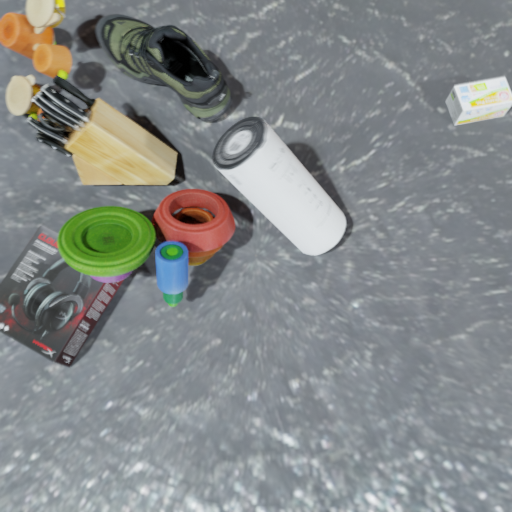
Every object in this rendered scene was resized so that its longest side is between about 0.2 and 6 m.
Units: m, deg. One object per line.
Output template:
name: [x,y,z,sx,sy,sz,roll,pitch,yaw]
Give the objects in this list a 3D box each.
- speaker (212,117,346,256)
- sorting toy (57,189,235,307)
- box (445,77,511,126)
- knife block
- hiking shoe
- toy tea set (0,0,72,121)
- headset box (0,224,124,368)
speaker: [0.480,-1.092,9.506,1.078,2.654,1.078,-23,48,27]
sorting toy: [-1.725,-0.034,9.624,3.054,1.253,1.835,-18,49,-24]
box: [4.499,-3.106,11.272,1.083,0.549,0.609,-12,72,-4]
knife block: [-2.749,-2.275,10.127,2.409,2.115,0.771,0,52,0]
hiking shoe: [-1.859,-4.082,11.011,3.274,1.648,1.240,33,75,10]
toy tea set: [-4.140,-3.710,11.272,1.792,1.115,3.013,-6,90,32]
headset box: [-3.490,0.613,9.900,1.616,0.838,2.171,27,75,8]
